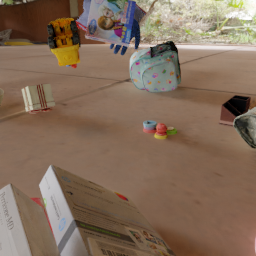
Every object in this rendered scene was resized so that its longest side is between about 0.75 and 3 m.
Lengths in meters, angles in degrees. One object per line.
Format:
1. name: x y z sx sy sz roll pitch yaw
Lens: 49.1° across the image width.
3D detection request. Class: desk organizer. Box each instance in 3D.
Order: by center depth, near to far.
1. desk organizer: 3.366 -0.562 8.754 0.560 0.601 1.561 13 24 32

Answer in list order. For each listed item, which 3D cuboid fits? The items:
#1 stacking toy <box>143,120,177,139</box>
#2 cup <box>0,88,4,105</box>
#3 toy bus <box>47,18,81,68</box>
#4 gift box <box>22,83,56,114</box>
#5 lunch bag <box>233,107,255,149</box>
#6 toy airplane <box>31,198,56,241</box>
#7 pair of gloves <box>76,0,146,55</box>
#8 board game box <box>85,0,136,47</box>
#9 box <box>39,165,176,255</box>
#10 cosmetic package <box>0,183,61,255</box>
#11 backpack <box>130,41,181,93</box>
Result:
1. stacking toy: 0.898 -0.059 7.720 0.801 0.374 0.885 -15 25 -34
2. cup: -4.748 -0.948 9.610 0.920 0.658 0.920 9 29 -5
3. toy bus: -1.686 -2.261 7.761 0.806 1.141 1.188 -12 59 -3
4. gift box: -3.017 -0.968 9.503 0.896 0.907 0.971 -14 5 -30
5. lunch bag: 3.502 -0.001 6.736 1.622 0.953 1.330 23 30 37
6. toy airplane: -1.195 1.858 2.159 2.877 0.529 2.877 7 33 -4
7. pair of gloves: -0.478 -3.581 9.269 2.369 1.904 0.270 33 -9 -16
8. board game box: -0.518 -3.289 8.520 1.352 1.356 0.279 9 -3 -6
9. box: -0.211 1.175 3.261 1.411 0.373 1.810 30 4 -31
10. cosmetic package: -0.682 1.524 1.653 0.963 0.591 2.333 -35 48 -6
11. backpack: 1.142 -2.525 12.233 2.183 1.919 1.674 -5 48 15
